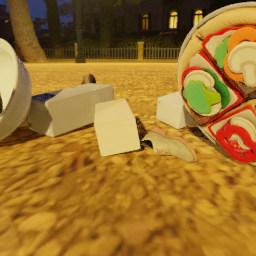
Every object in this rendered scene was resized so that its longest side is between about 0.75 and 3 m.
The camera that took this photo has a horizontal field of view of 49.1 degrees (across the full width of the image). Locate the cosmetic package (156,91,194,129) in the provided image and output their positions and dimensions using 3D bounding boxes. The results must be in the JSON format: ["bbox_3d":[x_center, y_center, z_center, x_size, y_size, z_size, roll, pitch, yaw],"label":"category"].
[{"bbox_3d":[1.701,-0.634,8.016,1.656,0.703,0.891,-20,35,-33],"label":"cosmetic package"}]

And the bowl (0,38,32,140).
[{"bbox_3d":[-3.110,-0.677,6.477,2.572,2.572,1.156,9,-11,28],"label":"bowl"}]

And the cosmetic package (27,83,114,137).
[{"bbox_3d":[-1.525,-0.571,7.659,1.189,1.003,2.225,12,22,39],"label":"cosmetic package"}]

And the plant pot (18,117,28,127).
[{"bbox_3d":[-3.904,-0.971,8.066,1.677,1.892,1.894,-14,18,-12],"label":"plant pot"}]

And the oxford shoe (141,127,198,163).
[{"bbox_3d":[0.792,0.425,5.549,0.491,0.470,1.329,-34,32,-21],"label":"oxford shoe"}]

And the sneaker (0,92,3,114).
[{"bbox_3d":[-2.949,-0.540,5.518,0.823,0.902,2.229,0,-22,-30],"label":"sneaker"}]

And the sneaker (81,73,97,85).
[{"bbox_3d":[-1.462,-1.287,10.092,0.753,0.702,1.993,-4,-19,5],"label":"sneaker"}]

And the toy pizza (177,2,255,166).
[{"bbox_3d":[1.865,-0.413,4.345,0.457,2.884,2.884,-38,34,-28],"label":"toy pizza"}]

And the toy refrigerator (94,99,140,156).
[{"bbox_3d":[-0.302,-0.078,6.549,0.828,0.763,2.180,-11,16,-3],"label":"toy refrigerator"}]
